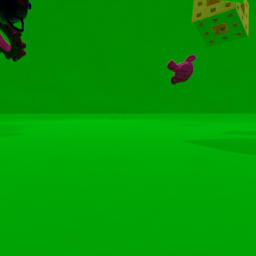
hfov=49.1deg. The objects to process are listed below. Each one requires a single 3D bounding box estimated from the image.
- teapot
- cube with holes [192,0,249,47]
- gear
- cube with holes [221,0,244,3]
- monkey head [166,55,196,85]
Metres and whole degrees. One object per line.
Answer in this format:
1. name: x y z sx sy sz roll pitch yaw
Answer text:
1. teapot: -2.983 -3.316 7.284 0.895 1.827 1.136 -4 -14 -37
2. cube with holes: 2.475 -3.046 7.435 1.098 1.098 1.098 -6 -26 37
3. gear: -3.618 -2.664 8.214 1.447 1.447 0.268 3 42 44
4. cube with holes: 1.436 -3.279 5.292 1.368 1.368 1.368 -4 33 -22
5. monkey head: 1.991 -2.257 10.802 1.020 1.418 0.855 36 28 -2
